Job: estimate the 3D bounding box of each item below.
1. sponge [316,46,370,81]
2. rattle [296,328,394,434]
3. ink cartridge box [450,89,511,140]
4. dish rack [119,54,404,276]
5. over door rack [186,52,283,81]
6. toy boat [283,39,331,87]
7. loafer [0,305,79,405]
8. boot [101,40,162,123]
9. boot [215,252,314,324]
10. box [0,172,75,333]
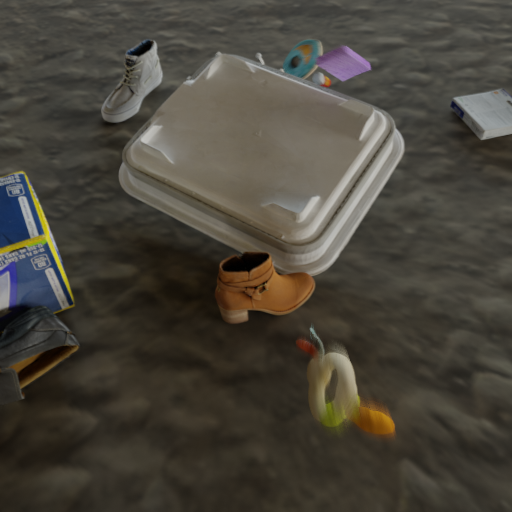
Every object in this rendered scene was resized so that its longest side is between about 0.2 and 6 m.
[{"bbox_3d":[1.538,-3.357,9.810,0.575,1.030,0.154,-13,82,33],"label":"sponge"},{"bbox_3d":[1.097,1.524,7.007,0.948,0.864,1.327,2,23,-13],"label":"rattle"},{"bbox_3d":[4.738,-2.857,11.250,1.208,0.245,1.205,-13,50,-11],"label":"ink cartridge box"},{"bbox_3d":[0.045,-1.915,9.576,4.273,0.930,3.667,27,65,20],"label":"dish rack"},{"bbox_3d":[-0.457,-3.807,11.856,1.787,0.595,1.320,23,52,19],"label":"over door rack"},{"bbox_3d":[1.050,-3.802,11.207,1.124,0.944,0.522,52,28,20],"label":"toy boat"},{"bbox_3d":[-3.251,1.552,7.113,0.783,0.788,2.166,31,57,19],"label":"loafer"},{"bbox_3d":[-2.598,-3.642,11.461,0.734,0.954,1.996,15,51,12],"label":"boot"},{"bbox_3d":[0.152,0.302,7.881,1.546,1.200,0.593,-14,50,-12],"label":"boot"},{"bbox_3d":[-4.992,0.538,7.385,4.635,1.624,1.490,-21,52,-17],"label":"box"}]
